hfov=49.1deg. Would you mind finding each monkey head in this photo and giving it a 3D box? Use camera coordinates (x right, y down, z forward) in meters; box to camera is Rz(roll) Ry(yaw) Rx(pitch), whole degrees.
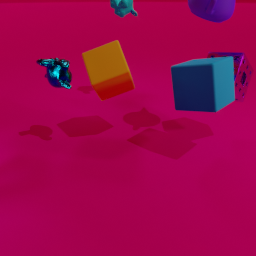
[{"bbox_3d":[-1.840,-1.358,6.956,0.879,0.736,1.221,-5,24,-40],"label":"monkey head"},{"bbox_3d":[-0.118,-4.221,9.403,0.749,1.242,0.894,-43,25,-17],"label":"monkey head"}]

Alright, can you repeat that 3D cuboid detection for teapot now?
[{"bbox_3d":[2.060,-3.118,6.718,1.130,0.890,1.817,22,36,5],"label":"teapot"}]

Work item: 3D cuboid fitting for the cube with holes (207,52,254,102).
[{"bbox_3d":[2.560,-1.330,7.310,0.929,0.929,0.929,15,-8,40],"label":"cube with holes"}]

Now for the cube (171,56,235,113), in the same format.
[{"bbox_3d":[1.743,-1.016,6.474,1.046,1.046,1.046,7,23,42],"label":"cube"}]

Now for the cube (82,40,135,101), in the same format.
[{"bbox_3d":[-0.495,-1.485,7.402,0.999,0.999,0.999,-20,70,3],"label":"cube"}]
